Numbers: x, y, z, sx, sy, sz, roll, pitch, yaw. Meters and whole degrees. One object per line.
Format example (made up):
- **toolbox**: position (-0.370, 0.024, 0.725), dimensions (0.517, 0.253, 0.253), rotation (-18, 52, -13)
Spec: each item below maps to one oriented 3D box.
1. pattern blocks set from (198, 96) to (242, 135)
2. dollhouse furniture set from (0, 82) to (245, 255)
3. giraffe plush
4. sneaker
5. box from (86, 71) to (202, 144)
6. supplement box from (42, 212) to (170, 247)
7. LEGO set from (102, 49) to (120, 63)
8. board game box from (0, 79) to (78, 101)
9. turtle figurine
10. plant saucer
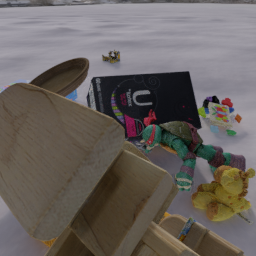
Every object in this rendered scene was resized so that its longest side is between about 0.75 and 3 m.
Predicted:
- **pattern blocks set**: position (2.571, -0.386, 7.810), dimensions (1.257, 0.116, 1.430), rotation (2, 48, -11)
- **dollhouse furniture set**: position (-0.718, 1.368, 2.208), dimensions (1.846, 2.435, 2.779), rotation (23, 74, 46)
- **giraffe plush**: position (1.728, 1.055, 4.864), dimensions (1.087, 0.882, 0.938), rotation (20, 34, 32)
- **sneaker**: position (2.729, -0.671, 8.391), dimensions (1.085, 0.604, 0.417), rotation (-4, 28, -8)
- **box**: position (0.310, -0.405, 6.572), dimensions (2.331, 1.425, 1.236), rotation (-7, -11, -16)
- **supplement box**: position (-0.199, 1.522, 3.920), dimensions (2.878, 0.990, 0.958), rotation (17, 32, 32)
- **LEGO set**: position (-0.843, -3.640, 13.993), dimensions (0.749, 0.565, 0.975), rotation (-18, 33, -31)
- **board game box**: position (-3.188, -1.010, 9.196), dimensions (2.417, 0.442, 1.828), rotation (10, 30, 20)
- **turtle figurine**: position (0.996, 0.447, 5.347), dimensions (2.272, 1.144, 1.701), rotation (14, 23, -17)
- **plant saucer**: position (-2.099, -1.296, 8.095), dimensions (2.330, 0.343, 2.330), rotation (-20, 33, 14)
